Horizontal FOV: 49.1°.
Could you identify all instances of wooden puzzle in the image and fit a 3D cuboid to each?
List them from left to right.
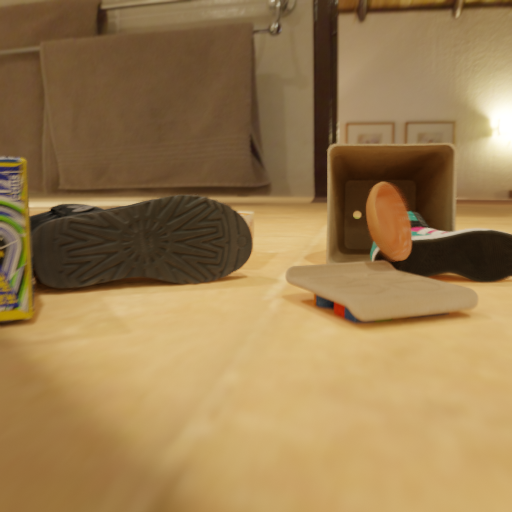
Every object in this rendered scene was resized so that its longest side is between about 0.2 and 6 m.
[{"bbox_3d":[1.276,0.417,6.037,1.481,0.370,1.599,-3,13,-21],"label":"wooden puzzle"}]

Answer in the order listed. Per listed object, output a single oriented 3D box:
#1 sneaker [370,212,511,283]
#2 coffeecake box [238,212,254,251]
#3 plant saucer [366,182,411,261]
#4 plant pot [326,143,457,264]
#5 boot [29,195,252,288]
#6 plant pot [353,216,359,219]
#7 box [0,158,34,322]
[{"bbox_3d":[2.638,-0.125,8.041,2.116,0.885,1.278,-1,21,1],"label":"sneaker"},{"bbox_3d":[-1.059,-0.352,9.964,1.696,0.807,2.210,2,8,10],"label":"coffeecake box"},{"bbox_3d":[1.621,-0.412,6.903,0.185,0.988,0.988,-16,-4,37],"label":"plant saucer"},{"bbox_3d":[2.164,-0.738,9.429,1.948,1.950,1.727,1,-1,7],"label":"plant pot"},{"bbox_3d":[-2.098,-0.284,8.755,2.986,1.189,3.623,-1,3,-24],"label":"boot"},{"bbox_3d":[1.958,-0.584,11.626,0.608,0.661,0.661,6,8,6],"label":"plant pot"},{"bbox_3d":[-3.688,-0.352,6.904,1.462,1.593,4.546,-4,8,-26],"label":"box"}]
